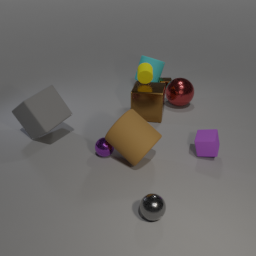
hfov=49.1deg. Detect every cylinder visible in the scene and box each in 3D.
[{"bbox_3d":[1.238,-3.279,16.049,1.400,1.400,1.400,16,14,-4],"label":"cylinder"},{"bbox_3d":[0.179,0.318,9.476,1.400,1.400,1.400,42,40,7],"label":"cylinder"},{"bbox_3d":[0.772,-2.474,12.653,0.700,0.700,0.700,1,42,2],"label":"cylinder"}]

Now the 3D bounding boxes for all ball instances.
[{"bbox_3d":[0.661,2.101,7.466,0.700,0.700,0.700,0,29,0],"label":"ball"},{"bbox_3d":[2.528,-1.754,13.690,1.400,1.400,1.400,0,29,0],"label":"ball"},{"bbox_3d":[-0.838,0.680,10.035,0.700,0.700,0.700,0,29,0],"label":"ball"}]

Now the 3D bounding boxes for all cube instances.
[{"bbox_3d":[0.922,-1.209,12.722,1.400,1.400,1.400,5,29,9],"label":"cube"},{"bbox_3d":[2.056,-2.352,15.517,0.700,0.700,0.700,0,29,0],"label":"cube"},{"bbox_3d":[-3.335,-0.596,10.888,1.400,1.400,1.400,-19,18,48],"label":"cube"},{"bbox_3d":[2.788,0.525,9.846,0.700,0.700,0.700,-2,35,27],"label":"cube"}]
